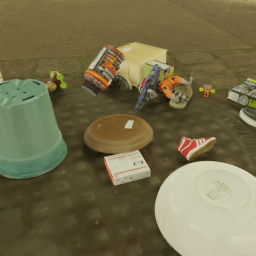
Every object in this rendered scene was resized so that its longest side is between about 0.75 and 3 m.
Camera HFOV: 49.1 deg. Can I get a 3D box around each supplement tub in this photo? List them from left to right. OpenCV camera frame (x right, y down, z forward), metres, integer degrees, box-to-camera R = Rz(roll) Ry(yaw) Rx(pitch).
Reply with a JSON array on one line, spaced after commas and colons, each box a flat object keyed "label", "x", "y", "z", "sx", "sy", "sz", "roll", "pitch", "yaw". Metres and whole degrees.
[{"label": "supplement tub", "x": -0.733, "y": -1.623, "z": 8.017, "sx": 0.755, "sy": 0.755, "sz": 1.412, "roll": 28, "pitch": 82, "yaw": 34}]

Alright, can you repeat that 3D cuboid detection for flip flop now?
[{"label": "flip flop", "x": 2.086, "y": -1.391, "z": 11.059, "sx": 0.791, "sy": 0.562, "sz": 1.951, "roll": 12, "pitch": 36, "yaw": 17}]

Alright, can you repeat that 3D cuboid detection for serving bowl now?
[{"label": "serving bowl", "x": 2.023, "y": 1.651, "z": 6.294, "sx": 2.801, "sy": 0.921, "sz": 2.801, "roll": -1, "pitch": 35, "yaw": 0}]

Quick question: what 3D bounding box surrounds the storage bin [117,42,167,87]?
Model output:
[{"label": "storage bin", "x": 0.289, "y": -3.063, "z": 13.085, "sx": 2.279, "sy": 1.076, "sz": 2.296, "roll": 24, "pitch": 42, "yaw": 32}]

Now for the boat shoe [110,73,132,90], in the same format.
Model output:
[{"label": "boat shoe", "x": -0.512, "y": -2.001, "z": 11.968, "sx": 0.592, "sy": 0.643, "sz": 1.800, "roll": -29, "pitch": 43, "yaw": -21}]

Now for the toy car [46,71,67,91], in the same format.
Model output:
[{"label": "toy car", "x": -3.197, "y": -1.848, "z": 11.681, "sx": 0.955, "sy": 0.753, "sz": 0.784, "roll": -35, "pitch": 38, "yaw": -25}]

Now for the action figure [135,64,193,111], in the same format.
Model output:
[{"label": "action figure", "x": 1.192, "y": -1.326, "z": 10.796, "sx": 2.092, "sy": 1.131, "sz": 2.163, "roll": 15, "pitch": 68, "yaw": 40}]

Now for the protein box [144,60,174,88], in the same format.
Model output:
[{"label": "protein box", "x": 1.281, "y": -2.194, "z": 11.831, "sx": 1.024, "sy": 1.016, "sz": 0.691, "roll": 29, "pitch": 44, "yaw": 36}]

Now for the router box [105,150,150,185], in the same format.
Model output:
[{"label": "router box", "x": -0.030, "y": 1.066, "z": 7.731, "sx": 1.033, "sy": 0.252, "sz": 0.927, "roll": -11, "pitch": 36, "yaw": -16}]

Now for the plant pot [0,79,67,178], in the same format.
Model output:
[{"label": "plant pot", "x": -2.906, "y": -0.099, "z": 7.785, "sx": 2.151, "sy": 2.106, "sz": 2.151, "roll": 0, "pitch": 34, "yaw": 0}]

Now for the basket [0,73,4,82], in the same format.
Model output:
[{"label": "basket", "x": -5.551, "y": -1.378, "z": 10.152, "sx": 1.636, "sy": 1.315, "sz": 1.621, "roll": 4, "pitch": 42, "yaw": 15}]

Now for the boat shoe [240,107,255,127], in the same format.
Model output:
[{"label": "boat shoe", "x": 4.754, "y": -0.301, "z": 9.324, "sx": 0.756, "sy": 0.716, "sz": 2.162, "roll": -19, "pitch": 39, "yaw": -26}]

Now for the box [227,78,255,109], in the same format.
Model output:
[{"label": "box", "x": 5.226, "y": -1.250, "z": 10.954, "sx": 1.646, "sy": 0.455, "sz": 2.055, "roll": -28, "pitch": 43, "yaw": -35}]

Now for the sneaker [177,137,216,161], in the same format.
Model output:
[{"label": "sneaker", "x": 2.041, "y": 0.470, "z": 8.446, "sx": 1.238, "sy": 0.441, "sz": 0.696, "roll": -25, "pitch": 45, "yaw": -28}]

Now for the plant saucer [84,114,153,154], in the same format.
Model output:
[{"label": "plant saucer", "x": -0.304, "y": 0.092, "z": 8.892, "sx": 2.221, "sy": 0.327, "sz": 2.221, "roll": -2, "pitch": 27, "yaw": 1}]

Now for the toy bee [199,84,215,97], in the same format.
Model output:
[{"label": "toy bee", "x": 3.195, "y": -1.529, "z": 11.450, "sx": 0.595, "sy": 0.494, "sz": 0.909, "roll": 16, "pitch": 12, "yaw": 36}]
